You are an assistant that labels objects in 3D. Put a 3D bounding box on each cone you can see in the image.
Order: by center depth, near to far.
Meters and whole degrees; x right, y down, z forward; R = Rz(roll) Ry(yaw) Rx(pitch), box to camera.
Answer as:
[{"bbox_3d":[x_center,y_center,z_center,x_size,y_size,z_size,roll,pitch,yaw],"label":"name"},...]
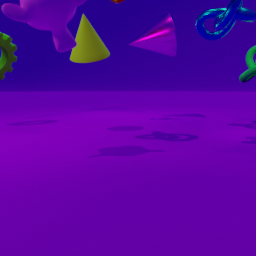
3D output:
[{"bbox_3d":[-1.026,-2.296,6.979,1.039,1.043,1.039,-4,32,3],"label":"cone"},{"bbox_3d":[0.808,-3.347,10.621,1.647,1.641,1.641,-13,9,-2],"label":"cone"}]

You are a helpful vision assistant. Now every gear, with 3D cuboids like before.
[{"bbox_3d":[-4.098,-2.154,8.508,0.288,1.557,1.557,30,19,19],"label":"gear"}]

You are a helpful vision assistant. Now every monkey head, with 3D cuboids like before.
[{"bbox_3d":[-1.095,-1.696,4.181,1.340,0.964,0.807,-25,-2,-13],"label":"monkey head"}]

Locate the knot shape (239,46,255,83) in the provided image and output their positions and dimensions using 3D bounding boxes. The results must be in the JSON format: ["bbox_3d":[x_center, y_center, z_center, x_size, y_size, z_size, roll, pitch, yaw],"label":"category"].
[{"bbox_3d":[4.101,-1.960,8.665,0.640,1.385,1.296,24,13,-11],"label":"knot shape"}]

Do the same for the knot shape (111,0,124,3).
[{"bbox_3d":[-0.607,-4.357,8.792,1.046,0.516,1.118,-16,51,-32],"label":"knot shape"}]

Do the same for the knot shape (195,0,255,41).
[{"bbox_3d":[2.601,-2.927,7.290,1.578,0.729,1.476,-20,-2,8],"label":"knot shape"}]
